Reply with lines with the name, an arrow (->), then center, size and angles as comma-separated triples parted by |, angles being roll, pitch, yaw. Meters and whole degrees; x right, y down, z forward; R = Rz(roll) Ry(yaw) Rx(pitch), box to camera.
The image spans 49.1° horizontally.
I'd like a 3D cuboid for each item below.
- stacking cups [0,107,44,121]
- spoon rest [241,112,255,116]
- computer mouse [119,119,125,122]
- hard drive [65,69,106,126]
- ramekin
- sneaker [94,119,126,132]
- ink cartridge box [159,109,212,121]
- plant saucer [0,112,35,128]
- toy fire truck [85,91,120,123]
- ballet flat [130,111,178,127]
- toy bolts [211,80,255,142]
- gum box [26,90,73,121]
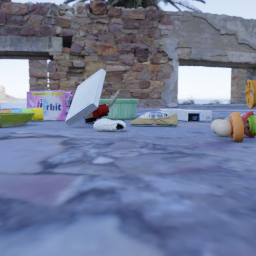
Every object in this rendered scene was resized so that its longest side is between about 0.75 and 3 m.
stacking cups -> -4.904, -0.597, 12.357 | 2.252, 0.681, 0.681 | -1, 5, -16
spoon rest -> 5.274, -0.392, 11.165 | 1.630, 0.494, 0.810 | 0, 5, 6
computer mouse -> -0.557, -0.294, 11.993 | 0.838, 0.143, 0.246 | -1, 7, -1
hard drive -> -1.449, -1.108, 9.763 | 1.356, 0.274, 2.056 | -30, 34, 28
ramekin -> -0.524, -1.019, 15.052 | 2.151, 1.050, 2.151 | 0, 5, 0
sneaker -> -0.505, -0.067, 8.158 | 0.979, 0.382, 0.487 | -2, 9, -13
ink cartridge box -> 2.783, -0.681, 14.223 | 1.398, 0.551, 2.811 | -2, 7, -22
plant saucer -> -4.752, -0.301, 10.173 | 1.972, 0.472, 1.969 | 2, 5, 15
toy fire truck -> -1.030, -0.863, 11.600 | 1.587, 1.021, 1.397 | -12, 3, 0
ballet flat -> 0.939, -0.331, 10.084 | 1.742, 0.549, 0.598 | 1, 5, 13
toy bolts -> 2.430, -0.290, 6.436 | 0.997, 1.373, 1.437 | -5, -14, 10
gum box -> -3.884, -1.131, 14.036 | 2.548, 1.446, 0.843 | 3, 6, 28
